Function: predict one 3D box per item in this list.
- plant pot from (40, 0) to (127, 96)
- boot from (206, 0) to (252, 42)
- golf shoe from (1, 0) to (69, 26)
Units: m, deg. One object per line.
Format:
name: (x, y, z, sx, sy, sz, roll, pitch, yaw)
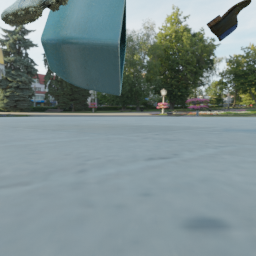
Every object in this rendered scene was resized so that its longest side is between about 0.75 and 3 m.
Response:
plant pot: (-1.429, -2.900, 9.547, 2.598, 2.550, 2.543, 4, -30, 1)
boot: (2.946, -3.036, 7.862, 1.352, 0.655, 0.505, -31, 7, 12)
golf shoe: (-2.539, -3.389, 7.381, 1.878, 0.913, 0.735, -28, -3, -10)
